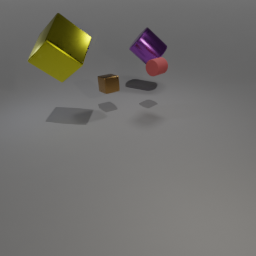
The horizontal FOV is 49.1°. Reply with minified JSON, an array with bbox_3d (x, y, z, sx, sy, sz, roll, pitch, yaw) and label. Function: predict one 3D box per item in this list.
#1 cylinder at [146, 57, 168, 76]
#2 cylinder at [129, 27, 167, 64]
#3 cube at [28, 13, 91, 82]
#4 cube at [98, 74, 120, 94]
[{"bbox_3d":[1.227,-2.606,11.923,0.700,0.700,0.700,23,34,36],"label":"cylinder"},{"bbox_3d":[1.013,-4.061,14.127,1.400,1.400,1.400,39,26,-15],"label":"cylinder"},{"bbox_3d":[-2.332,-2.709,9.643,1.400,1.400,1.400,-25,45,44],"label":"cube"},{"bbox_3d":[-0.850,-1.950,12.335,0.700,0.700,0.700,-17,26,-28],"label":"cube"}]
